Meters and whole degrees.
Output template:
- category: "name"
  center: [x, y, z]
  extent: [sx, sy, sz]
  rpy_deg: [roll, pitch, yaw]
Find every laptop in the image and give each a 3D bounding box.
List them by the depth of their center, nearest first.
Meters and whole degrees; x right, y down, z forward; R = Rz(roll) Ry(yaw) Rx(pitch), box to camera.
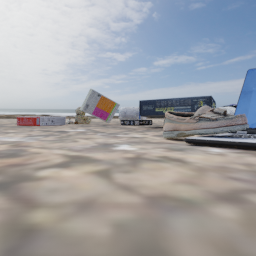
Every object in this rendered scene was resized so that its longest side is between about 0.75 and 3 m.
- category: "laptop"
  center: [2.710, -0.501, 4.599]
  extent: [2.516, 1.557, 2.687]
  rpy_deg: [2, 3, 44]

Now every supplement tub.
- category: "supplement tub"
  center: [0.328, -0.871, 18.717]
  extent: [1.672, 1.103, 1.103]
  rpy_deg: [0, 2, 19]

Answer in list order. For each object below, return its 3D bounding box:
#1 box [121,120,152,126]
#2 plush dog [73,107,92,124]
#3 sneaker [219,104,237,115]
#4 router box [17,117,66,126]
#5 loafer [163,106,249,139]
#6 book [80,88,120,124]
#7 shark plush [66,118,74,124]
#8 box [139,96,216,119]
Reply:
- category: "box"
  center: [0.446, -0.290, 14.479]
  extent: [1.311, 0.285, 1.050]
  rpy_deg: [-2, 3, -41]
- category: "plush dog"
  center: [-2.871, -0.763, 16.811]
  extent: [1.201, 1.032, 0.964]
  rpy_deg: [2, 3, 41]
- category: "sneaker"
  center: [3.489, -0.455, 10.315]
  extent: [1.735, 0.955, 2.369]
  rpy_deg: [3, 7, -15]
- category: "router box"
  center: [-4.322, -0.351, 14.078]
  extent: [1.603, 0.436, 1.786]
  rpy_deg: [1, 3, 30]
- category: "loafer"
  center: [1.292, -0.146, 5.169]
  extent: [0.673, 0.588, 1.871]
  rpy_deg: [-3, -4, -34]
- category: "book"
  center: [-1.500, -1.140, 15.151]
  extent: [1.906, 1.273, 0.458]
  rpy_deg: [27, 0, -38]
- category: "shark plush"
  center: [-3.459, -0.283, 16.554]
  extent: [0.330, 0.360, 0.791]
  rpy_deg: [21, -29, -27]
- category: "box"
  center: [2.089, -0.791, 11.405]
  extent: [2.790, 0.712, 2.200]
  rpy_deg: [-2, -2, 20]
